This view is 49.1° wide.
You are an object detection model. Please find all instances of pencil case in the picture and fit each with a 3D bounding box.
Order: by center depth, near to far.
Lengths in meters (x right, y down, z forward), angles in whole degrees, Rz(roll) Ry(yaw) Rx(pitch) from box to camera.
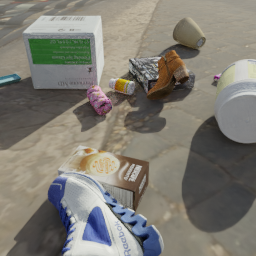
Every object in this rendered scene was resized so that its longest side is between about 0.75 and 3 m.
[{"bbox_3d":[-1.084,-1.060,10.378,0.643,0.615,1.485,-21,36,-14],"label":"pencil case"}]

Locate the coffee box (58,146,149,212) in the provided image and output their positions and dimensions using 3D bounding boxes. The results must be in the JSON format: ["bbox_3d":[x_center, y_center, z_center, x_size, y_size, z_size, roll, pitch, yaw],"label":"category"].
[{"bbox_3d":[-0.550,1.185,6.771,1.919,0.765,1.098,11,34,17],"label":"coffee box"}]

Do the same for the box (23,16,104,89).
[{"bbox_3d":[-2.594,-3.335,12.190,2.829,2.436,2.843,0,35,1],"label":"box"}]

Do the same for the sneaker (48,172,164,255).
[{"bbox_3d":[-0.840,1.948,5.301,2.694,1.088,1.556,25,38,31],"label":"sneaker"}]

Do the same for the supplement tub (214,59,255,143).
[{"bbox_3d":[3.777,-0.906,8.955,1.905,1.905,2.628,10,35,15],"label":"supplement tub"}]

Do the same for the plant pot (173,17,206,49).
[{"bbox_3d":[3.762,-5.434,16.594,1.559,1.559,1.664,-18,52,-26],"label":"plant pot"}]

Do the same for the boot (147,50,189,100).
[{"bbox_3d":[1.362,-2.040,10.893,1.855,0.683,1.435,-29,61,18],"label":"boot"}]

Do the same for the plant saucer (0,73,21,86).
[{"bbox_3d":[-5.781,-1.979,12.223,2.081,0.197,0.728,-23,40,-30],"label":"plant saucer"}]

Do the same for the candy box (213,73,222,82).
[{"bbox_3d":[4.311,-2.239,12.561,0.801,0.244,0.546,-22,39,-31],"label":"candy box"}]

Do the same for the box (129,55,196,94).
[{"bbox_3d":[1.415,-2.489,12.541,2.139,0.675,2.713,-9,34,-14],"label":"box"}]

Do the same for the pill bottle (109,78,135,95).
[{"bbox_3d":[-0.269,-1.721,11.467,0.994,0.552,0.552,18,37,25],"label":"pill bottle"}]
